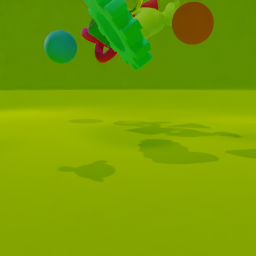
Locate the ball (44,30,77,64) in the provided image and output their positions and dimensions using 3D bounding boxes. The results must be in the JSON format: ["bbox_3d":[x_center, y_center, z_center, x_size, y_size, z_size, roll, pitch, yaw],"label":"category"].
[{"bbox_3d":[-2.620,-3.158,10.952,1.257,1.257,1.257,0,9,0],"label":"ball"}]

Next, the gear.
[{"bbox_3d":[-0.242,-2.253,6.307,0.379,2.050,2.050,-38,13,-3],"label":"gear"}]

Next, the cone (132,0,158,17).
[{"bbox_3d":[0.346,-3.979,9.852,1.171,1.167,1.167,-1,9,-9],"label":"cone"}]

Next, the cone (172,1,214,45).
[{"bbox_3d":[1.503,-2.404,6.134,0.880,0.880,0.883,4,36,26],"label":"cone"}]

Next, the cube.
[{"bbox_3d":[-0.565,-3.353,8.912,0.940,0.940,0.940,28,-34,-32],"label":"cube"}]

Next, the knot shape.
[{"bbox_3d":[-0.549,-3.301,10.371,1.943,0.959,2.076,-27,50,-24],"label":"knot shape"}]

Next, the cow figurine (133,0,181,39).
[{"bbox_3d":[0.845,-3.105,8.184,1.582,0.882,1.607,13,46,35],"label":"cow figurine"}]

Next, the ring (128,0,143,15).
[{"bbox_3d":[0.005,-4.257,9.186,1.060,1.060,0.212,5,27,29],"label":"ring"}]
